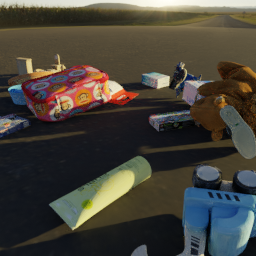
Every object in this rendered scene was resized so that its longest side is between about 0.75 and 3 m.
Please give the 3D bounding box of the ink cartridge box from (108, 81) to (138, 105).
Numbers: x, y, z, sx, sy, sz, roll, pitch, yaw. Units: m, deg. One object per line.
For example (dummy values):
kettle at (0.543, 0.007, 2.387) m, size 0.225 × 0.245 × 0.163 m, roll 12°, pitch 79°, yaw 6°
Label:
ink cartridge box at (-0.767, -1.597, 12.165) m, size 2.009 × 0.573 × 1.633 m, roll 8°, pitch 26°, yaw 25°

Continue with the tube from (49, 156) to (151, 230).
tube at (-0.449, 1.275, 5.867) m, size 2.215 × 0.575 × 0.643 m, roll -25°, pitch -4°, yaw -34°

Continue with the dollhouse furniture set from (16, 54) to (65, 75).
dollhouse furniture set at (-4.377, -3.279, 14.979) m, size 1.380 × 1.179 × 2.663 m, roll 13°, pitch 27°, yaw 26°

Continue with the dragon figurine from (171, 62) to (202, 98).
dragon figurine at (2.397, -1.743, 11.889) m, size 1.293 × 0.765 × 2.601 m, roll 7°, pitch 54°, yaw 11°

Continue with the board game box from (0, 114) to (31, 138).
board game box at (-4.058, -0.177, 9.179) m, size 1.187 × 0.366 × 1.188 m, roll 16°, pitch 29°, yaw 30°

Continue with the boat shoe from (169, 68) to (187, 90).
boat shoe at (1.977, -1.937, 11.213) m, size 0.323 × 0.996 × 0.358 m, roll -14°, pitch 57°, yaw -49°

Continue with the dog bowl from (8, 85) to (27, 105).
dog bowl at (-3.779, -1.490, 11.808) m, size 2.302 × 0.571 × 1.283 m, roll -13°, pitch 28°, yaw -27°

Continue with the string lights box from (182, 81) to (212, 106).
string lights box at (3.672, -1.239, 10.742) m, size 2.766 × 0.815 × 1.421 m, roll -2°, pitch 25°, yaw -16°

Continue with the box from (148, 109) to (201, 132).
box at (1.578, -0.271, 9.492) m, size 1.584 × 0.275 × 0.872 m, roll -9°, pitch 26°, yaw -18°

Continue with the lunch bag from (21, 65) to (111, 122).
lunch bag at (-2.381, -1.447, 10.636) m, size 2.964 × 1.214 × 2.611 m, roll -24°, pitch 35°, yaw -26°

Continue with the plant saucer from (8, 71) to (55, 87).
plant saucer at (-4.264, -2.119, 12.640) m, size 2.108 × 0.340 × 2.108 m, roll -13°, pitch 3°, yaw 1°

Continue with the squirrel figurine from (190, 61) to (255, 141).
squirrel figurine at (3.275, -0.630, 8.244) m, size 2.804 × 1.985 × 2.617 m, roll 21°, pitch 31°, yaw 33°

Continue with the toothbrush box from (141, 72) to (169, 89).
toothbrush box at (1.340, -2.361, 13.802) m, size 0.834 × 0.486 × 1.139 m, roll -19°, pitch 32°, yaw -35°

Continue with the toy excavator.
toy excavator at (1.226, 1.678, 4.528) m, size 2.111 × 1.085 × 2.171 m, roll 4°, pitch 34°, yaw 12°

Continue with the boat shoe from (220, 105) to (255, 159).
boat shoe at (2.778, 0.116, 6.964) m, size 0.519 × 0.489 × 1.445 m, roll -27°, pitch 61°, yaw 16°
